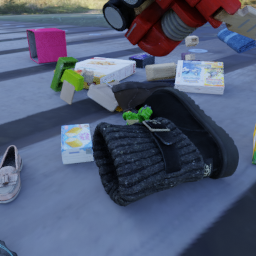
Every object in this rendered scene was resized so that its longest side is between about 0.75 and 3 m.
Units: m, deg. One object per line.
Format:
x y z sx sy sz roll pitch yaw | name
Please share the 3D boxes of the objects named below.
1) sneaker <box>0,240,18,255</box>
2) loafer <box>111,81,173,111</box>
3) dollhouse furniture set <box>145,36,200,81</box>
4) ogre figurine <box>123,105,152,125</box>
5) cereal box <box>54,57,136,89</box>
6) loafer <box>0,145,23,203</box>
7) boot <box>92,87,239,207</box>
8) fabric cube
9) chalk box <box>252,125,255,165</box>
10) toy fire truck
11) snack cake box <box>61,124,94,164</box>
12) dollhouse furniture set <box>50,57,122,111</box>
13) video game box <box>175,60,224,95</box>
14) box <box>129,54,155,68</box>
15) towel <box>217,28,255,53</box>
-1.782 1.573 3.574 0.819 0.309 0.325 22 23 21 | sneaker
0.474 -0.833 7.989 2.345 0.837 0.856 -7 -1 -43 | loafer
1.582 -2.654 11.105 2.106 1.669 1.495 -8 12 -10 | dollhouse furniture set
0.098 -0.024 5.897 0.626 1.276 0.765 25 25 9 | ogre figurine
-1.181 -2.191 10.867 2.011 0.552 2.795 13 29 24 | cereal box
-2.150 0.775 4.991 0.471 0.412 1.311 -6 27 -12 | loafer
0.348 0.104 5.509 2.285 1.150 3.056 -9 28 -18 | boot
-3.945 -4.056 13.657 1.469 1.474 1.446 -15 29 -29 | fabric cube
3.748 0.024 5.366 2.305 1.427 1.434 10 28 21 | chalk box
1.019 -1.748 4.274 1.441 2.241 1.972 -47 7 -20 | toy fire truck
-1.091 0.312 5.993 0.622 0.363 1.082 -6 27 -10 | snack cake box
-1.137 -1.082 8.770 2.929 1.131 1.464 34 30 19 | dollhouse furniture set
2.492 -1.803 9.803 1.629 0.381 1.484 5 49 10 | video game box
0.647 -3.106 12.913 0.781 0.436 1.106 19 32 28 | box
2.871 -2.385 7.440 0.590 0.256 1.056 -25 46 -1 | towel
